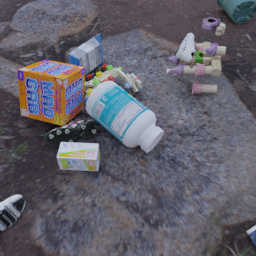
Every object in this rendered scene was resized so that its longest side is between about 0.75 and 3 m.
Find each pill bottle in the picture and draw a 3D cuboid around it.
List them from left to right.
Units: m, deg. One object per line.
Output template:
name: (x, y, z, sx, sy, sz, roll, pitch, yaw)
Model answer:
pill bottle: (-0.077, -0.372, 10.747, 2.955, 1.637, 1.637, 40, 58, 16)

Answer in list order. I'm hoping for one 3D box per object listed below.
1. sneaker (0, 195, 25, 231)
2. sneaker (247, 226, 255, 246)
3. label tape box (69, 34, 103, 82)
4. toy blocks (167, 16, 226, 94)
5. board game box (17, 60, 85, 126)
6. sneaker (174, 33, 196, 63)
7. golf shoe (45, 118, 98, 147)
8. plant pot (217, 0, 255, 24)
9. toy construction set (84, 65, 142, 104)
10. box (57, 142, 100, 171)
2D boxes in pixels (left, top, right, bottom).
sneaker: (-4.379, 2.854, 8.523, 1.037, 0.961, 2.558, 29, 53, 34)
sneaker: (4.214, 3.260, 8.459, 1.082, 0.436, 0.792, -19, 57, -20)
label tape box: (-1.771, -3.318, 13.596, 0.738, 1.600, 2.233, 30, 54, 24)
toy blocks: (3.015, -3.328, 12.829, 2.312, 2.747, 2.567, 5, 47, 8)
board game box: (-3.023, -1.503, 11.358, 1.908, 1.909, 1.907, 13, 28, 12)
sneaker: (2.694, -3.574, 12.593, 0.796, 0.738, 1.964, 29, 52, 1)
golf shoe: (-2.256, 0.141, 11.174, 2.106, 0.813, 0.928, -16, 26, -13)
plant pot: (6.938, -7.825, 17.533, 2.131, 2.131, 2.087, -6, 56, -5)
toy construction set: (-0.904, -1.991, 12.542, 2.998, 1.381, 1.965, -22, 27, -28)
box: (-1.759, 1.044, 10.183, 1.414, 0.795, 0.717, 3, 48, 1)
